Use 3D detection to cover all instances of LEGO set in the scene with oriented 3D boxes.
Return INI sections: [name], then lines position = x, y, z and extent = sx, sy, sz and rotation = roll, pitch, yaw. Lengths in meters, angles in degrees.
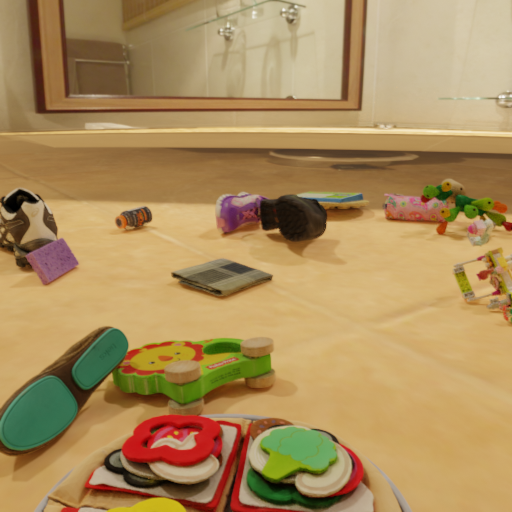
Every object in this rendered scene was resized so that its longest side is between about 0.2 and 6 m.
[LEGO set]
position = 3.647, 0.499, 8.522
extent = 0.812, 1.004, 2.183
rotation = -15, 45, 3

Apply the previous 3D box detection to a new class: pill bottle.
[pill bottle]
position = -2.974, -0.895, 13.519
extent = 0.470, 0.470, 0.885
rotation = 12, 23, 34

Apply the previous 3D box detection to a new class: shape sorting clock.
[shape sorting clock]
position = 1.911, -1.462, 15.504
extent = 2.375, 0.466, 2.375
rotation = -2, 12, 0

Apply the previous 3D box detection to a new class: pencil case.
[pencil case]
position = 4.103, -1.239, 14.419
extent = 1.629, 0.712, 0.712
rotation = 6, 18, 16

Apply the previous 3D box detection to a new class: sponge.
[sponge]
position = -3.679, 0.078, 10.178
extent = 0.162, 0.606, 1.086
rotation = -27, 9, 17

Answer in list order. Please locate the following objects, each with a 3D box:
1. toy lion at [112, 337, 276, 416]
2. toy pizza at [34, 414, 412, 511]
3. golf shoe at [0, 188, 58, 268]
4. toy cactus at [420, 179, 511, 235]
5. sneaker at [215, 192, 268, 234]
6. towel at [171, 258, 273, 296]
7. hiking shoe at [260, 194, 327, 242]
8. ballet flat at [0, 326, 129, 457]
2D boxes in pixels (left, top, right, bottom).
[toy lion]
position = -0.794, 1.265, 6.542
extent = 1.600, 0.549, 1.534
rotation = -12, 13, -35
[toy pizza]
position = -0.258, 1.927, 4.202
extent = 2.968, 0.470, 2.968
rotation = 0, 17, 0
[golf shoe]
position = -4.728, -0.754, 11.569
extent = 1.170, 1.422, 3.010
rotation = -13, 20, -35
[toy cactus]
position = 4.909, -1.245, 13.484
extent = 2.287, 1.169, 1.887
rotation = 10, 29, -7
[sneaker]
position = -0.249, -1.083, 13.550
extent = 0.955, 0.869, 2.160
rotation = 6, 17, 22
[towel]
position = -0.611, 0.391, 9.890
extent = 1.334, 0.239, 1.386
rotation = 17, 22, 39
[hiking shoe]
position = 1.031, -0.933, 12.127
extent = 1.320, 0.993, 2.621
rotation = -10, 14, -19
[ballet flat]
position = -2.073, 1.369, 5.779
extent = 0.679, 0.637, 1.878
rotation = -21, 18, 32
